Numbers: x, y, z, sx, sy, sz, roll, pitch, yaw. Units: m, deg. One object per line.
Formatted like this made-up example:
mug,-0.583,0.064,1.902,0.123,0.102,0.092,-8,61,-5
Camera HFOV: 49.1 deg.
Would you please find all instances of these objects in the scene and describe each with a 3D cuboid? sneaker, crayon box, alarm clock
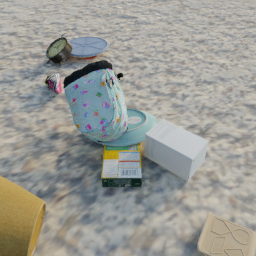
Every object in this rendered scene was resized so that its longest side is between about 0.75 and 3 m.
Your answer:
sneaker,-3.197,-1.868,11.942,0.648,0.547,1.482,-10,37,-10
crayon box,-0.172,0.974,8.666,1.150,0.472,1.829,-1,42,1
alarm clock,-3.326,-3.969,13.875,1.299,0.641,1.926,-6,61,29

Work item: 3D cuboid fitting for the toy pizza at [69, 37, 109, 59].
toy pizza,-2.232,-4.203,14.798,2.451,0.388,2.451,-1,39,1

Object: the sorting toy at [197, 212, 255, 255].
sorting toy,2.252,2.891,6.525,1.262,0.251,1.707,23,42,18

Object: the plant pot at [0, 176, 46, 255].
plant pot,-3.376,1.972,6.116,2.830,2.637,2.637,12,40,-5

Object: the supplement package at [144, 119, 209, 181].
supplement package,1.437,0.648,8.596,1.651,0.989,1.001,29,48,30

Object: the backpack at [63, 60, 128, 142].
backpack,-0.977,-0.712,8.568,1.961,1.487,2.350,-25,73,18

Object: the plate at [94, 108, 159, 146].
plate,-0.189,-0.183,9.761,2.549,0.326,2.549,-4,29,2
